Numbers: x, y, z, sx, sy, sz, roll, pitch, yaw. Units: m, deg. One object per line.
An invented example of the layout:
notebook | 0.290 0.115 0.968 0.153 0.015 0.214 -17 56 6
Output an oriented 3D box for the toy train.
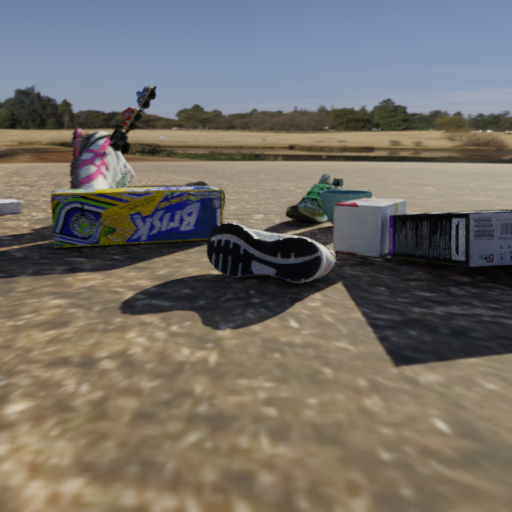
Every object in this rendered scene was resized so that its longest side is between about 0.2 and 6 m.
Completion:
toy train | -2.833 -3.153 12.724 0.410 1.789 0.305 32 18 -20

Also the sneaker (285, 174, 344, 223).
sneaker | 1.490 -1.443 13.663 0.964 1.110 2.506 8 14 32

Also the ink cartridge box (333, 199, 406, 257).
ink cartridge box | 2.032 -0.537 9.914 0.881 0.877 1.212 6 13 34

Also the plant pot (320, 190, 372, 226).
plant pot | 2.011 -1.050 12.603 1.162 0.783 1.162 0 12 0

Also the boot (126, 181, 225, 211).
boot | -2.461 -1.319 13.246 2.965 1.076 2.696 9 2 12

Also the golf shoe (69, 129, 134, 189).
golf shoe | -3.549 -1.865 12.930 1.473 1.162 3.200 1 47 -14

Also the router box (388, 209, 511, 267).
router box | 3.926 -0.333 8.640 3.038 0.776 2.266 -2 4 -13

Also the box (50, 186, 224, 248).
box | -2.268 -0.798 10.823 3.151 1.013 1.104 -4 12 -17

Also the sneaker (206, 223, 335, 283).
sneaker | 0.182 0.008 8.098 2.089 0.770 0.836 14 5 34

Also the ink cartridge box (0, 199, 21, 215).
ink cartridge box | -6.639 -1.309 14.929 0.567 0.333 0.775 -7 13 -34
